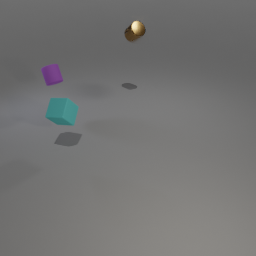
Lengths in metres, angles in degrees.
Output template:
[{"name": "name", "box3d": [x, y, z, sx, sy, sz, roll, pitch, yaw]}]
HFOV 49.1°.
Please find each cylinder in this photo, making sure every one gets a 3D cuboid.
[{"name": "cylinder", "box3d": [0.298, -4.209, 12.260, 0.700, 0.700, 0.700, -18, 2, -27]}, {"name": "cylinder", "box3d": [-3.048, -2.134, 11.266, 0.700, 0.700, 0.700, -18, 5, 2]}]

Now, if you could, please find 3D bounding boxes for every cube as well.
[{"name": "cube", "box3d": [-2.151, -0.530, 9.183, 0.700, 0.700, 0.700, 3, 71, 23]}]
